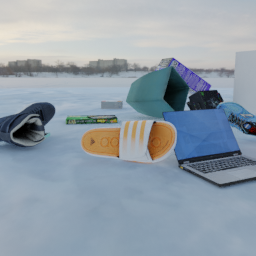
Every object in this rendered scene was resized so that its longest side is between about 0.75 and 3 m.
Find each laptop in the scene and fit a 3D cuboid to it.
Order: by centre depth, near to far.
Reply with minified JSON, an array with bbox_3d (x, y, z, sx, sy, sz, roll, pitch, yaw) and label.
[{"bbox_3d":[1.988,0.272,5.951,1.820,1.126,1.943,-5,12,-24],"label":"laptop"}]

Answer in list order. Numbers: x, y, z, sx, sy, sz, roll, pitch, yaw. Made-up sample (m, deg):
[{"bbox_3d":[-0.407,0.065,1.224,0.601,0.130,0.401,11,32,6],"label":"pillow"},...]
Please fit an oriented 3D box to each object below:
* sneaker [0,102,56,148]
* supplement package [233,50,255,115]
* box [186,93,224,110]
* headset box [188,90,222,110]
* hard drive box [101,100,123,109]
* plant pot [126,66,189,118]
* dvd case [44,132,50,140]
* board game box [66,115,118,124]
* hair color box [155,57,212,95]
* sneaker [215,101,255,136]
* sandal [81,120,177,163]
[{"bbox_3d":[-2.651,-0.168,8.070,1.740,0.916,2.408,1,23,37],"label":"sneaker"},{"bbox_3d":[5.606,-1.604,11.103,1.614,2.911,2.267,-6,12,-31],"label":"supplement package"},{"bbox_3d":[3.818,-1.229,13.924,1.229,0.687,1.741,-35,13,1],"label":"box"},{"bbox_3d":[3.336,-0.937,11.843,1.402,1.220,0.650,-8,-15,-38],"label":"headset box"},{"bbox_3d":[-0.947,-1.394,16.758,1.196,0.459,0.932,1,10,5],"label":"hard drive box"},{"bbox_3d":[1.205,-1.486,12.765,2.388,1.687,1.688,-2,-29,40],"label":"plant pot"},{"bbox_3d":[-3.083,0.272,8.679,1.135,0.125,0.828,-1,10,3],"label":"dvd case"},{"bbox_3d":[-1.538,-0.368,11.878,2.110,0.248,1.105,-1,13,-7],"label":"board game box"},{"bbox_3d":[2.637,-2.395,13.447,2.427,0.787,1.327,32,0,-18],"label":"hair color box"},{"bbox_3d":[3.420,-0.233,8.343,1.804,0.707,0.812,20,26,-2],"label":"sneaker"},{"bbox_3d":[-0.141,0.314,6.223,2.407,0.922,0.690,-5,-11,23],"label":"sandal"}]
